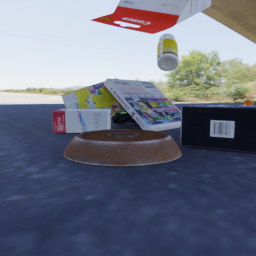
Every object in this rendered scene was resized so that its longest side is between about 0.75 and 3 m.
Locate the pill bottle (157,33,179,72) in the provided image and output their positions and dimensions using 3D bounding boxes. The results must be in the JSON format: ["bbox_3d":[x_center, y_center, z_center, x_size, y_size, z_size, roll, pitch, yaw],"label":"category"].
[{"bbox_3d":[1.818,-3.516,12.895,0.979,1.713,0.979,3,-36,2],"label":"pill bottle"}]

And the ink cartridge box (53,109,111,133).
[{"bbox_3d":[-1.453,-0.253,9.232,1.733,0.718,1.263,0,6,1],"label":"ink cartridge box"}]

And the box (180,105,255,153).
[{"bbox_3d":[2.341,-0.063,6.559,1.792,0.933,1.631,4,6,29],"label":"box"}]

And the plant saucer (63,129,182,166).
[{"bbox_3d":[-0.107,0.311,5.724,2.384,0.411,2.384,-1,7,0],"label":"plant saucer"}]

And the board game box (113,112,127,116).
[{"bbox_3d":[0.739,-0.559,13.651,2.672,0.401,1.276,0,7,26],"label":"board game box"}]

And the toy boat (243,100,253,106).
[{"bbox_3d":[4.885,-0.652,11.490,1.551,1.014,1.012,-4,7,-31],"label":"toy boat"}]

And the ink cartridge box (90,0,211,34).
[{"bbox_3d":[0.654,-3.456,7.735,2.244,0.663,2.803,26,46,33],"label":"ink cartridge box"}]

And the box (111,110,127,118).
[{"bbox_3d":[-0.901,-0.806,15.794,1.716,0.374,1.375,-3,7,-26],"label":"box"}]

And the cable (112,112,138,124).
[{"bbox_3d":[0.563,-0.329,11.066,2.529,0.642,2.063,-5,14,-36],"label":"cable"}]

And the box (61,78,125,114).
[{"bbox_3d":[-1.204,-0.955,10.303,2.165,1.270,0.524,-20,6,-10],"label":"box"}]

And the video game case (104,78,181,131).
[{"bbox_3d":[0.759,-0.881,10.160,2.699,0.310,2.460,-7,50,-50],"label":"video game case"}]
